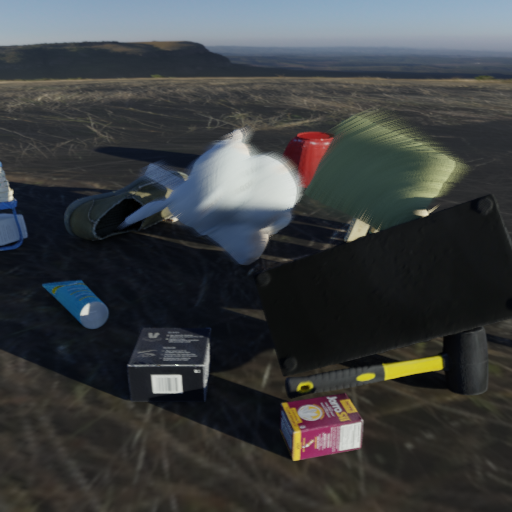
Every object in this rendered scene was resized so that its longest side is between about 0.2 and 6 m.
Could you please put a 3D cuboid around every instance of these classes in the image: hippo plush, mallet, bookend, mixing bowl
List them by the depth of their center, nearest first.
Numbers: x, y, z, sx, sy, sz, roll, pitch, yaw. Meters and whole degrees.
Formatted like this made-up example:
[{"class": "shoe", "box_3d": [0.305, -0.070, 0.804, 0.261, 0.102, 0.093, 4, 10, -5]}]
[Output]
[{"class": "mallet", "box_3d": [1.547, 1.429, 6.404, 2.416, 0.796, 0.497, -14, 8, -9]}, {"class": "bookend", "box_3d": [1.816, 0.372, 7.070, 2.692, 1.248, 2.709, -20, -7, 22]}, {"class": "hippo plush", "box_3d": [-0.407, -1.294, 9.219, 2.712, 2.160, 2.180, 22, -20, -11]}, {"class": "mixing bowl", "box_3d": [1.665, -2.767, 15.731, 2.262, 1.225, 2.262, -1, 23, 0]}]

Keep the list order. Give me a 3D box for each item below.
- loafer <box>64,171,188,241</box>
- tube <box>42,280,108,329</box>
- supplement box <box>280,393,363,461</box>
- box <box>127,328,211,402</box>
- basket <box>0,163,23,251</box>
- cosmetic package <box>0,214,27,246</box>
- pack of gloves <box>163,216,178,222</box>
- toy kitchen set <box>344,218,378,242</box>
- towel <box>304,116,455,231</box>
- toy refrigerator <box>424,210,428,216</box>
[{"class": "loafer", "box_3d": [-2.424, -0.932, 11.643, 2.923, 1.099, 1.018, -27, 40, -32]}, {"class": "tube", "box_3d": [-2.728, 0.649, 8.543, 0.629, 0.409, 1.624, 0, 14, -36]}, {"class": "supplement box", "box_3d": [0.659, 1.750, 5.765, 0.738, 0.381, 0.483, -6, 23, -14]}, {"class": "box", "box_3d": [-1.002, 1.285, 6.707, 0.874, 0.522, 0.889, 0, 22, 1]}, {"class": "basket", "box_3d": [-5.269, -0.871, 10.237, 1.642, 1.862, 1.295, -19, 29, -36]}, {"class": "cosmetic package", "box_3d": [-5.235, -0.408, 10.772, 0.714, 0.520, 1.404, 5, 21, 35]}, {"class": "pack of gloves", "box_3d": [-2.093, -1.598, 13.788, 2.215, 0.520, 2.637, 12, 25, 29]}, {"class": "toy kitchen set", "box_3d": [2.359, -0.528, 11.267, 1.149, 0.677, 0.921, 18, 20, -10]}, {"class": "towel", "box_3d": [1.393, -0.923, 6.520, 1.542, 1.144, 0.281, 32, 5, 33]}, {"class": "toy refrigerator", "box_3d": [2.588, -0.334, 9.092, 0.553, 1.581, 0.600, -20, 38, 27]}]
